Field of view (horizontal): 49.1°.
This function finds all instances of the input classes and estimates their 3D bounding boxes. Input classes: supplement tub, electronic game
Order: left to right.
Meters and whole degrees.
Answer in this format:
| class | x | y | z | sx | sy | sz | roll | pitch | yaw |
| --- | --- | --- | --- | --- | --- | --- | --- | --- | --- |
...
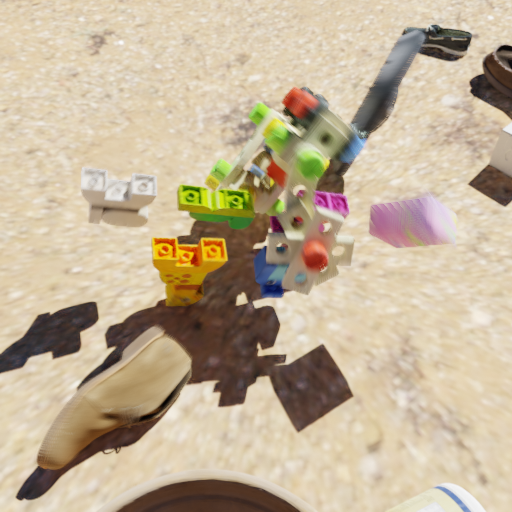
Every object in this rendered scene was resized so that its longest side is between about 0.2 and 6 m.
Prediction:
| class | x | y | z | sx | sy | sz | roll | pitch | yaw |
| --- | --- | --- | --- | --- | --- | --- | --- | --- | --- |
| electronic game | 1.983 | -2.457 | 9.199 | 0.533 | 2.564 | 2.564 | 30 | 54 | 1 |
| supplement tub | 1.588 | 3.031 | 5.554 | 1.453 | 1.049 | 1.049 | -19 | 53 | -15 |

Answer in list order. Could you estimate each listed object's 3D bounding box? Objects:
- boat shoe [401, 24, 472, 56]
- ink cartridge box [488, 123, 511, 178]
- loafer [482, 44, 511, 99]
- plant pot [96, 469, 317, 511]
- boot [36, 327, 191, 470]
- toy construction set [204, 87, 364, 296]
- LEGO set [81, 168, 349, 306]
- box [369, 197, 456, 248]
| class | x | y | z | sx | sy | sz | roll | pitch | yaw |
| --- | --- | --- | --- | --- | --- | --- | --- | --- | --- |
| boat shoe | 4.071 | -4.983 | 12.632 | 1.569 | 0.473 | 0.593 | 18 | 52 | 14 |
| ink cartridge box | 4.843 | -1.962 | 9.893 | 1.090 | 0.800 | 0.796 | -35 | 58 | -25 |
| loafer | 6.022 | -3.529 | 10.987 | 3.168 | 1.124 | 1.157 | 36 | 59 | 26 |
| plant pot | -0.459 | 3.568 | 4.866 | 2.996 | 1.383 | 2.996 | 1 | 51 | -2 |
| boot | -1.653 | 1.820 | 6.762 | 0.796 | 0.777 | 2.110 | 37 | 63 | 17 |
| toy construction set | 0.379 | -1.120 | 7.895 | 2.292 | 1.610 | 3.496 | -49 | 32 | 14 |
| LEGO set | -0.599 | -0.047 | 7.860 | 3.715 | 1.524 | 1.417 | 4 | 61 | -20 |
| box | 1.886 | -0.382 | 6.755 | 0.789 | 0.694 | 0.381 | -6 | 72 | 42 |
